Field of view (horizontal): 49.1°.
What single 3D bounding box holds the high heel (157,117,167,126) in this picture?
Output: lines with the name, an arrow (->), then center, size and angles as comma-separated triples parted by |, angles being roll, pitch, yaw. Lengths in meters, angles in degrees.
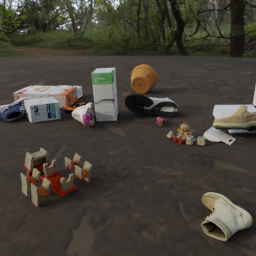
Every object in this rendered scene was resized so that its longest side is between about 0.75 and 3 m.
high heel -> 1.299, -0.330, 12.006 | 0.475, 0.333, 0.990 | 20, 20, 23

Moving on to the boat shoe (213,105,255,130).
boat shoe -> 4.290, -0.408, 10.600 | 2.468, 0.940, 0.884 | -2, 2, -22

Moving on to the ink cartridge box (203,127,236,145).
ink cartridge box -> 3.393, 0.358, 10.363 | 0.992, 0.249, 0.799 | 33, 32, 24

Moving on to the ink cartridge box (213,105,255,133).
ink cartridge box -> 4.810, -0.254, 11.952 | 1.767, 0.522, 2.208 | 0, 35, -1

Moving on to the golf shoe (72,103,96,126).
golf shoe -> -1.955, -0.502, 12.128 | 1.007, 0.829, 2.200 | -13, 14, 1

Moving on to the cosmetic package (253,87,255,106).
cosmetic package -> 8.137, -1.604, 13.851 | 2.639, 1.623, 2.631 | -2, 19, -3

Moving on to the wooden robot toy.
wooden robot toy -> 2.053, 0.164, 10.078 | 1.513, 0.687, 0.667 | 16, 24, 41

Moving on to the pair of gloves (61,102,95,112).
pair of gloves -> -2.419, -1.014, 14.296 | 1.606, 0.223, 1.803 | 14, 21, 39

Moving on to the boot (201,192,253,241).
boot -> 1.789, 1.782, 5.742 | 0.909, 0.424, 1.175 | -14, 24, -33

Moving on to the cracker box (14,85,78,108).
cracker box -> -4.433, -1.743, 15.405 | 2.891, 0.834, 1.936 | 2, 21, 7

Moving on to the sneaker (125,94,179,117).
sneaker -> 1.193, -1.102, 13.790 | 2.591, 0.978, 1.491 | 11, 12, 9

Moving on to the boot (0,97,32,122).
boot -> -5.061, -0.808, 13.077 | 0.957, 0.771, 2.118 | 20, 34, 30

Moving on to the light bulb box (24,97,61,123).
light bulb box -> -3.938, -0.865, 12.877 | 1.320, 0.824, 1.309 | -10, 21, -27

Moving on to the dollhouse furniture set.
dollhouse furniture set -> -1.978, 1.232, 7.177 | 1.570, 0.817, 1.587 | 29, 33, 34

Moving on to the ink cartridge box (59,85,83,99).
ink cartridge box -> -3.661, -2.188, 17.060 | 1.533, 0.646, 1.120 | 3, 19, 9

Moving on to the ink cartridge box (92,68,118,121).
ink cartridge box -> -1.012, -1.540, 12.782 | 0.922, 2.193, 1.600 | -2, 18, 3

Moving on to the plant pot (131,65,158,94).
plant pot -> 0.944, -3.079, 18.297 | 1.783, 1.783, 1.248 | 5, 35, 16
